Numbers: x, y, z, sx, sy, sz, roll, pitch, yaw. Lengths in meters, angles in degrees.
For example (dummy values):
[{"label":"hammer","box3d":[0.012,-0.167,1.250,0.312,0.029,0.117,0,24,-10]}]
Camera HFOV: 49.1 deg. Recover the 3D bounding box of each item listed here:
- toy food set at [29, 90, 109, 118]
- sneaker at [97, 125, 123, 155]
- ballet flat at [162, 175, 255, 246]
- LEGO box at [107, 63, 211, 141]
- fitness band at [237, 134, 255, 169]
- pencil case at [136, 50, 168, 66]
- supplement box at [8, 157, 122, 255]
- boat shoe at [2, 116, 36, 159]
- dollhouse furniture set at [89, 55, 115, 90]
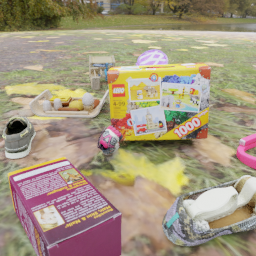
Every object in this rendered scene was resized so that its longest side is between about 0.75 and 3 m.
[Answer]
[{"label":"toy food set","box3d":[-2.324,-1.215,11.643,2.871,0.867,2.060,2,24,4]},{"label":"sneaker","box3d":[-0.580,0.405,7.432,0.589,1.461,0.545,39,68,8]},{"label":"ballet flat","box3d":[2.098,1.462,5.466,2.977,1.071,1.071,-10,26,-22]},{"label":"LEGO box","box3d":[0.921,-0.792,8.494,2.850,2.123,1.100,-2,20,4]},{"label":"fitness band","box3d":[4.181,0.645,8.092,2.147,0.402,1.542,-15,28,-27]},{"label":"pencil case","box3d":[0.968,-1.654,10.198,1.094,2.560,1.074,-18,58,0]},{"label":"supplement box","box3d":[-1.258,1.579,5.257,1.277,0.991,2.314,-16,29,-31]},{"label":"boat shoe","box3d":[-3.463,0.075,8.922,0.887,0.742,2.483,-6,25,-14]},{"label":"dollhouse furniture set","box3d":[-1.339,-2.760,14.985,1.360,1.352,1.929,-4,49,-11]}]
